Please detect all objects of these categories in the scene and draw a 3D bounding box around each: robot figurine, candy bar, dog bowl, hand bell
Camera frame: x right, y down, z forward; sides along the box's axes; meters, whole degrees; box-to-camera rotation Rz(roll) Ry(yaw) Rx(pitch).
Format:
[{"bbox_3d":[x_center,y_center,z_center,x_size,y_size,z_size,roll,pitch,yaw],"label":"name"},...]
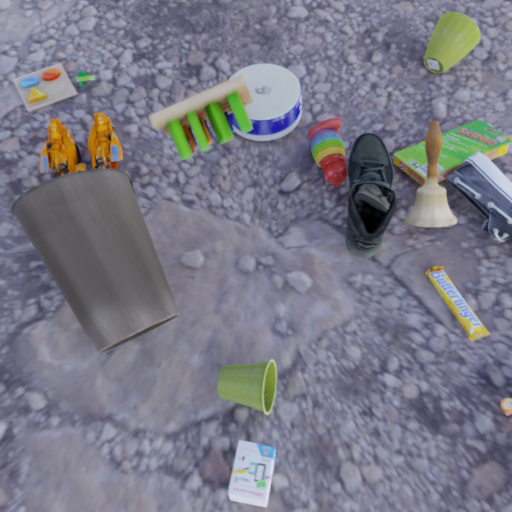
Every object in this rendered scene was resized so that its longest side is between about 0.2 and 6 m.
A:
[{"bbox_3d":[-3.597,-1.681,11.605,2.017,0.810,2.782,-11,59,-5],"label":"robot figurine"},{"bbox_3d":[3.707,0.856,10.408,0.405,0.180,1.625,-20,61,-12],"label":"candy bar"},{"bbox_3d":[0.153,-3.487,12.664,1.748,0.688,1.748,-2,60,3],"label":"dog bowl"},{"bbox_3d":[3.352,-1.577,10.655,0.992,1.906,0.992,-2,16,1],"label":"hand bell"}]

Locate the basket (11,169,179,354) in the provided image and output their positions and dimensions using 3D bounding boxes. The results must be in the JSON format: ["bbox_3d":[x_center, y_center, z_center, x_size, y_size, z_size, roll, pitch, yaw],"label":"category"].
[{"bbox_3d":[-2.550,0.133,9.500,1.814,2.404,2.667,-28,84,19],"label":"basket"}]

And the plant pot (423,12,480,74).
[{"bbox_3d":[4.646,-5.077,13.673,1.114,1.114,1.190,33,81,19],"label":"plant pot"}]

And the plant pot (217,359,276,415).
[{"bbox_3d":[-0.174,2.131,9.296,0.848,0.893,0.893,3,57,15],"label":"plant pot"}]

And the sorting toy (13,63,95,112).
[{"bbox_3d":[-4.842,-4.212,13.501,1.767,0.260,1.306,-26,61,-15],"label":"sorting toy"}]

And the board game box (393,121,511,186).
[{"bbox_3d":[4.268,-2.250,12.102,2.351,0.352,1.123,-25,45,-12],"label":"board game box"}]

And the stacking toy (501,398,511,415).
[{"bbox_3d":[4.698,2.705,9.019,1.491,0.818,0.866,26,66,30],"label":"stacking toy"}]

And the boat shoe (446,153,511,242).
[{"bbox_3d":[4.884,-0.729,10.952,0.968,1.025,2.857,-39,72,8],"label":"boat shoe"}]

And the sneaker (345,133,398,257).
[{"bbox_3d":[2.224,-1.375,10.674,0.974,1.459,2.547,9,72,2],"label":"sneaker"}]

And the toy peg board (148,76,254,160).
[{"bbox_3d":[-0.879,-2.560,11.113,1.902,1.894,0.930,-22,92,6],"label":"toy peg board"}]

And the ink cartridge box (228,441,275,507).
[{"bbox_3d":[-0.057,3.355,8.607,0.586,0.584,0.799,8,59,7],"label":"ink cartridge box"}]

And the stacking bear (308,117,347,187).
[{"bbox_3d":[1.608,-2.144,11.987,0.759,0.811,1.335,-13,66,1],"label":"stacking bear"}]
